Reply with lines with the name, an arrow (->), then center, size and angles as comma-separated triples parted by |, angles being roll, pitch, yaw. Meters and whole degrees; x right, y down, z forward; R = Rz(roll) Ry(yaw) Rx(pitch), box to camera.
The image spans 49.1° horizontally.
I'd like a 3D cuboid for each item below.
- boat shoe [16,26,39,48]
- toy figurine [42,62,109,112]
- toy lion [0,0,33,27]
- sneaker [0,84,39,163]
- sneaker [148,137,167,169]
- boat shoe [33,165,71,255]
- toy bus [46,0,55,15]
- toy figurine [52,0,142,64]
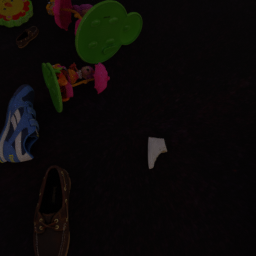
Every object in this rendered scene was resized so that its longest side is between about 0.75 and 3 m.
boat shoe -> -3.752, -3.460, 10.451 | 0.377, 0.377, 1.072 | 25, 66, 13
toy figurine -> -1.638, -1.631, 9.291 | 1.926, 1.571, 2.093 | -16, 40, -22
toy lion -> -4.721, -5.017, 11.066 | 2.131, 0.763, 2.223 | 18, 66, 1
sneaker -> -3.160, -0.122, 8.612 | 1.038, 0.933, 2.524 | 6, 74, 4
sneaker -> 0.893, 0.748, 8.477 | 0.586, 0.373, 1.013 | 2, 64, 4
boat shoe -> -2.046, 2.331, 7.435 | 0.940, 0.939, 2.670 | -2, 66, -3
toy bus -> -2.912, -4.966, 11.185 | 0.373, 0.310, 0.952 | 22, 67, 10
toy figurine -> -1.384, -4.014, 10.083 | 2.910, 2.184, 2.678 | -26, 56, -35
